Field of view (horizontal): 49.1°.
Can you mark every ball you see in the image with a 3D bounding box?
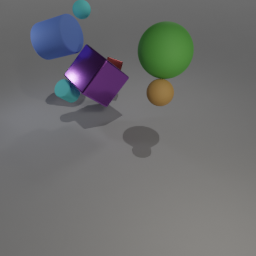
[{"bbox_3d":[-1.790,-4.576,10.817,0.700,0.700,0.700,0,31,0],"label":"ball"},{"bbox_3d":[0.820,-0.905,7.145,0.700,0.700,0.700,0,31,0],"label":"ball"},{"bbox_3d":[0.944,-1.951,7.083,1.400,1.400,1.400,0,31,0],"label":"ball"}]

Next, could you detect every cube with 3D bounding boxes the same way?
[{"bbox_3d":[-0.706,-2.555,12.232,0.700,0.700,0.700,17,-15,-13],"label":"cube"},{"bbox_3d":[-1.127,-1.860,10.100,1.400,1.400,1.400,44,10,36],"label":"cube"}]

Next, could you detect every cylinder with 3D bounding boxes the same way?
[{"bbox_3d":[-2.619,-3.366,10.444,1.400,1.400,1.400,-5,27,27],"label":"cylinder"},{"bbox_3d":[-2.274,-1.385,10.535,0.700,0.700,0.700,18,-5,27],"label":"cylinder"}]
